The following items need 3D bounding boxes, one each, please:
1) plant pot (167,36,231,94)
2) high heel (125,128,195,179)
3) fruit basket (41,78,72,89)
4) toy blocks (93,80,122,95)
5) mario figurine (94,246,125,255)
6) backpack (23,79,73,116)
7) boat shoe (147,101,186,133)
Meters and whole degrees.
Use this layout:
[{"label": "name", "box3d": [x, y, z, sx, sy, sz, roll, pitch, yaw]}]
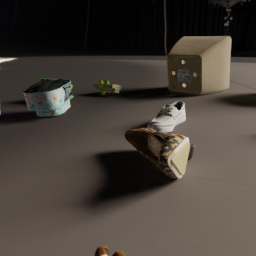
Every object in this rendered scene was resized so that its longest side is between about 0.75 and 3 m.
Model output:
[{"label": "plant pot", "box3d": [3.116, -2.801, 13.015, 2.495, 2.498, 2.211, 14, 31, 37]}, {"label": "high heel", "box3d": [0.361, 0.357, 5.121, 1.508, 0.755, 2.115, 13, 4, 19]}, {"label": "fruit basket", "box3d": [-2.836, -1.430, 11.266, 1.379, 0.995, 1.379, 14, -23, 6]}, {"label": "toy blocks", "box3d": [-0.783, -1.796, 12.663, 1.324, 0.662, 0.905, 10, 8, 37]}, {"label": "mario figurine", "box3d": [0.019, 1.373, 2.557, 0.534, 0.458, 0.865, -8, 18, -26]}, {"label": "backpack", "box3d": [-2.536, -0.955, 8.902, 1.270, 1.107, 1.444, 1, 16, 13]}, {"label": "boat shoe", "box3d": [1.136, -0.357, 7.805, 0.688, 0.628, 1.912, 12, 21, 35]}]
